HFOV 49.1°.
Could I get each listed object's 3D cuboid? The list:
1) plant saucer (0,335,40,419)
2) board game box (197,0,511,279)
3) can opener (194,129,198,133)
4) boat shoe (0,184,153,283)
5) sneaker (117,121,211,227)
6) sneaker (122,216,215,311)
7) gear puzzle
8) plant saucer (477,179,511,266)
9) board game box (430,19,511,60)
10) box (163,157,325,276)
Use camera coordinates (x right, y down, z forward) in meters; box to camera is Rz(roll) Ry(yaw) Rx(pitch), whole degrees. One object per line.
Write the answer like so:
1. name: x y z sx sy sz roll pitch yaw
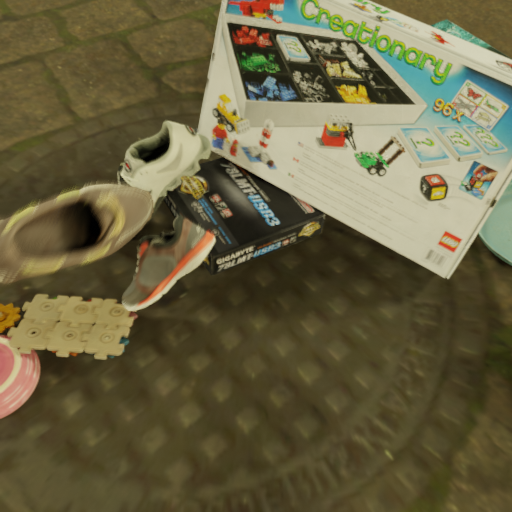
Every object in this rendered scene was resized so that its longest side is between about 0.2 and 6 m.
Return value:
1. plant saucer: -3.898 1.712 8.127 1.398 0.354 1.398 0 51 0
2. board game box: 1.524 -2.203 8.938 5.121 3.233 0.886 31 41 16
3. can opener: -0.979 -2.396 11.070 1.092 0.346 0.429 -5 55 -21
4. boat shoe: -2.290 -0.395 7.404 0.839 1.013 2.819 -9 11 37
5. sneaker: -2.005 -1.333 9.521 2.499 1.106 0.926 -45 57 14
6. sneaker: -1.465 0.063 8.304 0.810 1.977 0.762 44 29 -14
7. gear puzzle: -3.082 1.115 8.605 2.383 0.312 1.234 4 39 2
8. plant saucer: 5.008 -0.495 9.971 2.362 0.324 2.362 0 50 1
9. board game box: 4.609 -3.589 12.309 3.071 0.639 4.540 -25 55 -19
10. box: -0.297 -0.916 10.080 2.233 0.559 2.250 -21 53 -20
